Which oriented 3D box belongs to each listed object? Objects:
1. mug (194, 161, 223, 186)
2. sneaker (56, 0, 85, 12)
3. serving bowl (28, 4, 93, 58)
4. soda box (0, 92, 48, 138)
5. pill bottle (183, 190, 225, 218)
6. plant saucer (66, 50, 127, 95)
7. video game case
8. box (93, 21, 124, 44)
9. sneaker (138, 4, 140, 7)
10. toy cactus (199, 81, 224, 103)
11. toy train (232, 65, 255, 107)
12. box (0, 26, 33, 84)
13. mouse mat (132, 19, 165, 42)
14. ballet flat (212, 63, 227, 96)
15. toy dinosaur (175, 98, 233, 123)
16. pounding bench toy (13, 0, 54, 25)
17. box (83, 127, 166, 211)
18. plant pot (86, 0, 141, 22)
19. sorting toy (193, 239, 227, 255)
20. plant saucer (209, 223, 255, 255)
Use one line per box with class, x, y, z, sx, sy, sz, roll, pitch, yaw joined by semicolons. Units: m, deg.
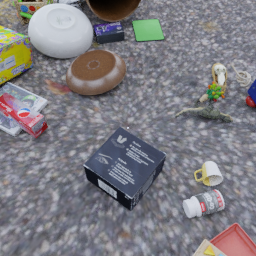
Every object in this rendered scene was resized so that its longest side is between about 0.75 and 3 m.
mug;2.354;1.289;8.193;0.706;0.565;0.579;4;46;-5
sneaker;-2.346;-6.219;13.573;2.076;0.780;1.193;-29;59;-14
serving bowl;-2.751;-4.216;11.609;2.699;0.888;2.699;5;63;-11
soda box;-3.490;-0.430;9.130;1.801;0.630;0.571;31;59;19
pill bottle;2.040;2.069;7.594;0.982;0.559;0.559;-14;55;-10
plant saucer;-1.267;-2.262;10.643;2.399;0.439;2.399;-5;54;7
video game case;-4.101;-0.722;9.852;1.891;0.221;1.720;24;57;17
box;-0.835;-4.166;12.237;1.206;0.476;0.851;-12;57;-9
sneaker;-0.233;-5.975;13.329;0.734;0.835;1.972;38;62;25
toy cactus;2.911;-1.168;9.836;0.827;0.513;1.002;-36;34;22
toy train;5.068;-1.362;9.807;1.682;1.230;2.907;-7;53;-18
box;-5.092;-2.762;10.367;2.067;1.309;2.147;24;43;17
mouse mat;0.899;-4.449;12.699;1.303;0.061;1.620;-5;53;-4
ballet flat;3.508;-1.979;10.568;0.603;0.554;1.758;6;54;5
toy dinosaur;2.660;-0.664;9.694;1.955;0.464;0.862;6;60;8
pounding bench toy;-4.301;-5.299;12.568;1.584;1.261;2.031;-1;54;-1
box;-0.070;1.127;8.009;1.653;0.987;1.681;31;60;21
plant pot;-1.091;-6.513;12.330;2.660;2.660;2.846;-22;47;-15
sorting toy;1.873;3.300;6.614;0.812;0.162;1.098;36;61;23
plant saucer;2.616;3.319;6.858;1.431;0.263;1.434;-27;57;-18
